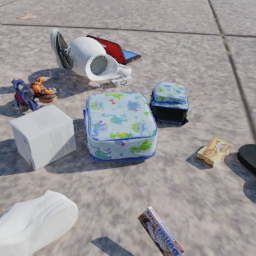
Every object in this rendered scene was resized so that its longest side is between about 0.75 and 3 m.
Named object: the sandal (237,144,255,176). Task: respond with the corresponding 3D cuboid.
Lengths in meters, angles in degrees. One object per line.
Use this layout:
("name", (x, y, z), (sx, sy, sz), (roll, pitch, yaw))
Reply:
("sandal", (3.797, 1.150, 6.637), (1.042, 0.663, 2.772), (-21, 42, -26))

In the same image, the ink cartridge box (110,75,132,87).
("ink cartridge box", (-0.295, -1.856, 10.953), (0.825, 0.280, 0.479), (-16, 39, -21))

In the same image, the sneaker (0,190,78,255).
("sneaker", (-2.316, 2.034, 5.390), (2.606, 0.980, 1.153), (-23, 34, -40))

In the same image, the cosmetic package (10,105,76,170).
("cosmetic package", (-2.254, 0.218, 7.543), (1.290, 1.063, 1.064), (-27, 44, -33))

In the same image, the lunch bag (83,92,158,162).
("lunch bag", (-0.287, -0.105, 8.026), (1.953, 1.002, 2.430), (-4, 37, -8))

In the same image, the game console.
("game console", (-0.630, -3.713, 12.751), (1.996, 1.720, 1.185), (25, 70, 30))

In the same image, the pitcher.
("pitcher", (-1.217, -2.643, 11.113), (2.121, 1.499, 2.473), (4, 24, -37))

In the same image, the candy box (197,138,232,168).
("candy box", (2.362, 0.655, 7.639), (0.917, 0.254, 0.529), (-30, 46, -34))

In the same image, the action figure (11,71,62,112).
("action figure", (-3.070, -0.988, 9.483), (1.645, 0.889, 1.700), (-29, 79, -12))

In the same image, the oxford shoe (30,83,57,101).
("oxford shoe", (-3.087, -1.294, 10.069), (1.237, 0.451, 0.441), (20, 41, 24))

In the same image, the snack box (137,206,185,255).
("snack box", (0.599, 1.991, 5.237), (0.124, 0.365, 1.016), (3, 42, -54))

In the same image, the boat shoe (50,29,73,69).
("boat shoe", (-2.321, -2.824, 10.116), (0.592, 1.671, 0.602), (13, 59, 12))

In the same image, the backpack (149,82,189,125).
("backpack", (1.329, -0.904, 9.077), (1.287, 1.034, 1.407), (6, 33, 2))
